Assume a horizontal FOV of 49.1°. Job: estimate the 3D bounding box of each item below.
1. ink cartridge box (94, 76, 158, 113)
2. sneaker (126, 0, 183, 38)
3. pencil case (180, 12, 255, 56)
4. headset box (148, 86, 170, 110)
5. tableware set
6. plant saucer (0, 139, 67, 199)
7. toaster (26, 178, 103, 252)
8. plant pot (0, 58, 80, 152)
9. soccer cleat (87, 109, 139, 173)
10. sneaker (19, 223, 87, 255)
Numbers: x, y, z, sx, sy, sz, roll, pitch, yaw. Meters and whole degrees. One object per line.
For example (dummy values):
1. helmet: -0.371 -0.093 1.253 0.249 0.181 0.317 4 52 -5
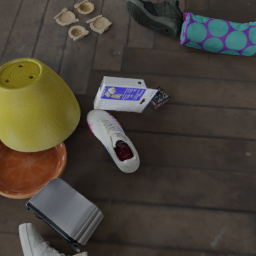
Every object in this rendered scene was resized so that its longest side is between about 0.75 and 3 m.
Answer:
1. ink cartridge box: -0.118 -1.006 8.851 1.672 1.656 0.363 5 67 -16
2. sneaker: 1.156 -4.706 11.284 2.427 0.928 1.390 30 66 10
3. pencil case: 3.451 -3.540 10.539 2.850 1.213 1.317 11 77 5
4. headset box: 1.002 -1.043 9.859 0.752 0.290 0.560 -33 69 -14
5. tableware set: -1.874 -4.423 11.494 1.781 0.247 2.132 -34 69 -15
6. plant saucer: -3.108 1.020 8.647 2.434 0.393 2.434 1 55 -1
7. toaster: -1.569 2.323 7.485 1.845 1.669 1.095 33 69 15
8. plant pot: -3.004 -0.932 8.570 2.746 1.949 2.746 -2 52 2
9. soccer cleat: -0.453 0.219 8.802 0.901 1.114 2.580 -32 68 -14
10. sneaker: -1.831 3.465 7.437 1.440 0.918 2.493 -25 77 -13
